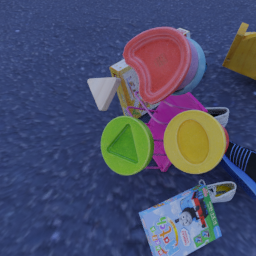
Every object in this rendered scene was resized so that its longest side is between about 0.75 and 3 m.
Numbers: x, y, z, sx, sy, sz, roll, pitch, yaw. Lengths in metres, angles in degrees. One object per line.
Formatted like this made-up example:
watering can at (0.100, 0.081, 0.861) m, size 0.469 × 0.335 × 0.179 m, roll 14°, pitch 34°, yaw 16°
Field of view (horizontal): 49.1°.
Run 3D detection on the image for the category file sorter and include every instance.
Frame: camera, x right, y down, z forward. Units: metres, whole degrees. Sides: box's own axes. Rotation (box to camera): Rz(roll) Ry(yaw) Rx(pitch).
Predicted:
file sorter at (0.604, -0.101, 6.585) m, size 1.187 × 1.892 × 1.315 m, roll 7°, pitch 35°, yaw -35°

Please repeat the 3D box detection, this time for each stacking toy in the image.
stacking toy at (0.656, -0.390, 6.021) m, size 2.649 × 2.926 × 1.236 m, roll -20°, pitch -10°, yaw 32°

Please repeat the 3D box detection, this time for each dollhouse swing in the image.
dollhouse swing at (4.739, -2.648, 8.881) m, size 2.536 × 2.304 × 2.229 m, roll 27°, pitch 71°, yaw 13°

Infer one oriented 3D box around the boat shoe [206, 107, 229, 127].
boat shoe at (1.920, -0.299, 7.937) m, size 1.875 × 0.616 × 0.675 m, roll 0°, pitch 47°, yaw 2°

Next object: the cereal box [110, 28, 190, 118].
cereal box at (0.805, -1.523, 8.121) m, size 2.496 × 1.796 × 0.493 m, roll -33°, pitch 44°, yaw -17°

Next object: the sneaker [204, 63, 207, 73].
sneaker at (1.637, -2.264, 10.002) m, size 2.241 × 0.821 × 0.918 m, roll 1°, pitch 37°, yaw -15°

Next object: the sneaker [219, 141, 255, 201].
sneaker at (2.639, 0.738, 6.540) m, size 0.763 × 0.687 × 1.958 m, roll -31°, pitch 51°, yaw -3°

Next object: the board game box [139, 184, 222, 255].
board game box at (1.025, 1.851, 5.363) m, size 1.422 × 1.076 × 0.260 m, roll -20°, pitch 5°, yaw -17°

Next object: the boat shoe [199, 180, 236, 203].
boat shoe at (1.755, 1.416, 6.113) m, size 1.383 × 0.590 × 0.511 m, roll -6°, pitch 47°, yaw -11°
